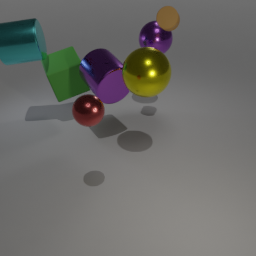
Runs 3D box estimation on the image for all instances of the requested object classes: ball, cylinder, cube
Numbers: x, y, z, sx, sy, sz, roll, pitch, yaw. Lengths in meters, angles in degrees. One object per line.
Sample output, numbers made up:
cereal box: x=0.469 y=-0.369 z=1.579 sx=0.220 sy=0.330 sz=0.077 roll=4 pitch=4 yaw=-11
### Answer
ball: x=1.139 y=-3.686 z=11.560 sx=1.400 sy=1.400 sz=1.400 roll=0 pitch=30 yaw=0
ball: x=-0.850 y=-0.375 z=6.026 sx=0.700 sy=0.700 sz=0.700 roll=0 pitch=30 yaw=0
cylinder: x=-0.751 y=-1.767 z=9.553 sx=1.400 sy=1.400 sz=1.400 roll=-18 pitch=49 yaw=-28
cylinder: x=1.320 y=-3.565 z=9.161 sx=0.700 sy=0.700 sz=0.700 roll=8 pitch=15 yaw=13
cylinder: x=-3.708 y=-2.981 z=9.734 sx=1.400 sy=1.400 sz=1.400 roll=-9 pitch=30 yaw=-2
ball: x=0.521 y=-1.562 z=7.902 sx=1.400 sy=1.400 sz=1.400 roll=0 pitch=30 yaw=0
cube: x=-2.515 y=-2.173 z=11.290 sx=1.400 sy=1.400 sz=1.400 roll=-23 pitch=49 yaw=-9
